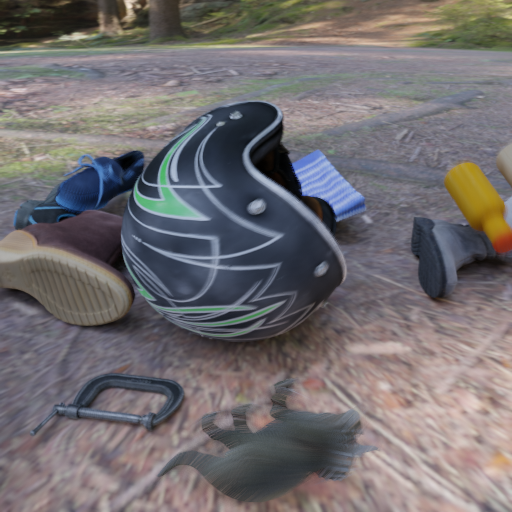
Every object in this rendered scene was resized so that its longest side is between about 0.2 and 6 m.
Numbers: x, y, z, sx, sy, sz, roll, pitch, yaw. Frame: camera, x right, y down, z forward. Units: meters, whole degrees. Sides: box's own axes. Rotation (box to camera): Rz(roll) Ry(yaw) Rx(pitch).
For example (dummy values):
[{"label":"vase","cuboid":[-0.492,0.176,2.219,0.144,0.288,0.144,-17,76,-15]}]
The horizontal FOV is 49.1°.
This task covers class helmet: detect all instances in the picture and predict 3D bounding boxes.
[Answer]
[{"label":"helmet","cuboid":[-0.263,-0.248,6.539,2.645,2.645,2.521,4,51,8]}]

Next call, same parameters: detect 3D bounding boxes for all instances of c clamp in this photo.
[{"label":"c clamp","cuboid":[-1.393,1.514,5.587,1.268,0.172,1.083,1,20,6]}]

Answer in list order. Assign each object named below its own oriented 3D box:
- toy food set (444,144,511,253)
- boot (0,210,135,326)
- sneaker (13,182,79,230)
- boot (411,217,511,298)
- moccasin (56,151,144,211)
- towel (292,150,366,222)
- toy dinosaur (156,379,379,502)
[{"label":"toy food set","cuboid":[4.528,-0.706,8.430,3.204,1.529,1.442,13,44,-33]},{"label":"boot","cuboid":[-2.268,-0.079,7.943,2.752,0.996,2.289,11,28,28]},{"label":"sneaker","cuboid":[-3.491,-0.762,10.036,0.776,0.693,1.894,25,29,2]},{"label":"boot","cuboid":[3.135,-0.069,8.201,1.479,0.784,2.247,4,27,8]},{"label":"moccasin","cuboid":[-2.850,-1.509,10.292,0.918,0.778,2.282,28,28,3]},{"label":"towel","cuboid":[0.652,-1.110,10.238,2.039,0.336,2.817,-21,27,1]},{"label":"toy dinosaur","cuboid":[0.097,1.561,4.430,1.775,0.908,0.683,-22,-2,-10]}]
